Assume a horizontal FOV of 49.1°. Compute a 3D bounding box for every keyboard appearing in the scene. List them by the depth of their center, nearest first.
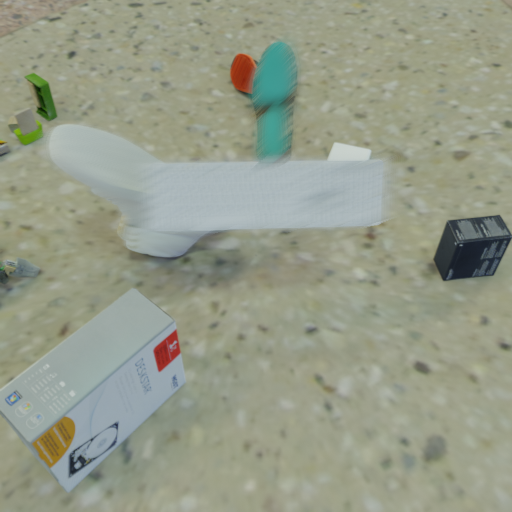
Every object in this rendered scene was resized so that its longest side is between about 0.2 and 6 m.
[{"bbox_3d":[0.129,-0.773,7.176,3.015,0.849,0.161,-2,8,-4],"label":"keyboard"}]

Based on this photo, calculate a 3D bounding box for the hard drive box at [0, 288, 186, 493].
[{"bbox_3d":[-2.033,1.735,7.316,0.832,1.688,2.165,33,57,25],"label":"hard drive box"}]

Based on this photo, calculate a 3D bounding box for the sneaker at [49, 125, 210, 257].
[{"bbox_3d":[-2.068,-0.818,8.952,2.961,1.711,1.091,23,44,-29],"label":"sneaker"}]

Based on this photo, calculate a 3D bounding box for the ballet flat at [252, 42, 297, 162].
[{"bbox_3d":[0.326,-2.450,9.549,0.758,0.842,2.236,0,78,9],"label":"ballet flat"}]

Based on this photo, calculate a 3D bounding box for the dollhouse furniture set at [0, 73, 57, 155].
[{"bbox_3d":[-5.412,-2.887,11.843,1.191,0.920,2.384,36,58,27],"label":"dollhouse furniture set"}]

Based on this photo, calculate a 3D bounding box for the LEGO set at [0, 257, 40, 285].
[{"bbox_3d":[-5.736,0.042,9.162,3.953,1.120,2.567,-14,51,-12],"label":"LEGO set"}]

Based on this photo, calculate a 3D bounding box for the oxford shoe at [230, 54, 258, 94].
[{"bbox_3d":[0.092,-4.109,13.188,0.795,0.780,2.191,5,34,-39],"label":"oxford shoe"}]

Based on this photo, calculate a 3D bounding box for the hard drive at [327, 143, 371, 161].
[{"bbox_3d":[1.827,-1.823,11.420,0.796,0.159,1.208,15,51,12],"label":"hard drive"}]

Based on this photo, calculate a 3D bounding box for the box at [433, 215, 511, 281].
[{"bbox_3d":[3.595,-0.126,9.374,0.924,1.015,0.528,-6,49,-6],"label":"box"}]
